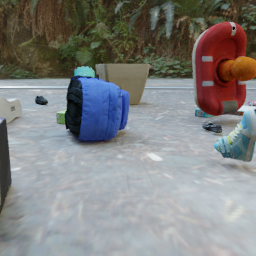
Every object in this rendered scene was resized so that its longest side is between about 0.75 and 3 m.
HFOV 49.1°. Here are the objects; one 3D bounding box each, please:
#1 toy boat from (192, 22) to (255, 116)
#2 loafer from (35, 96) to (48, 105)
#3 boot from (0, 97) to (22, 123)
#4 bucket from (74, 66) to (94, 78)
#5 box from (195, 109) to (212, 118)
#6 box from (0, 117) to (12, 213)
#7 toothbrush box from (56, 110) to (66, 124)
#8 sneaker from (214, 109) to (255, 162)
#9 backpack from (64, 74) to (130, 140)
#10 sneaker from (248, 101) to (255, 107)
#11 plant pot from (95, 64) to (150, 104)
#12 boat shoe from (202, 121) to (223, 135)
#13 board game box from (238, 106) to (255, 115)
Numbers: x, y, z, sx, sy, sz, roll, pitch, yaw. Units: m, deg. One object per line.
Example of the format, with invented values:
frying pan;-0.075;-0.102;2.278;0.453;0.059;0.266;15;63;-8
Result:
toy boat;3.268;-1.864;8.934;1.936;2.966;1.939;-7;7;-23
loafer;-4.441;-1.434;14.308;0.413;0.427;1.217;-10;16;-38
boot;-4.648;-0.572;9.669;1.219;0.938;2.550;-7;5;-2
bucket;-3.806;-4.392;24.521;1.827;1.188;1.827;-4;-28;-2
box;3.155;-0.637;10.964;1.195;0.294;0.492;-12;17;-43
box;-2.534;0.593;3.243;1.945;1.198;1.929;-3;11;-15
toothbrush box;-1.869;-0.365;9.486;0.901;0.388;0.656;3;12;18
sneaker;1.965;0.158;5.182;0.707;1.082;0.430;1;27;13
backpack;-0.811;-0.593;7.542;1.729;1.674;2.060;-2;11;-15
sneaker;5.811;-1.104;13.052;0.503;0.318;0.894;12;9;31
plant pot;-0.334;-2.267;14.436;2.270;2.012;2.272;-4;12;-18
boat shoe;2.464;-0.044;8.203;0.358;0.309;0.986;-2;12;-10
board game box;4.446;-0.782;11.831;1.624;0.210;1.624;10;15;39
